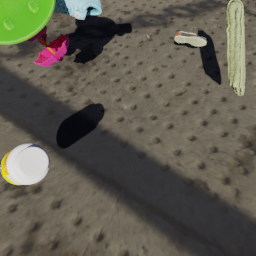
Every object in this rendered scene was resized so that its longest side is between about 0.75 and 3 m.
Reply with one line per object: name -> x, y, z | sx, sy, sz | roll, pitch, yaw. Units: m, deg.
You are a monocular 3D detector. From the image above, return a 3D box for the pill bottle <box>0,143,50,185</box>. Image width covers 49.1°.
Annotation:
pill bottle -> -2.018, 0.723, 5.501 | 0.772, 1.414, 0.772 | 7, 76, -30

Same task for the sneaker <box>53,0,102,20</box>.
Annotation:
sneaker -> -1.353, -3.066, 7.094 | 1.578, 0.583, 0.647 | -20, 78, -24

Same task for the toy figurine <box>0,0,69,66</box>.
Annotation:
toy figurine -> -2.634, -2.762, 7.556 | 1.993, 2.443, 2.654 | -37, 74, -2

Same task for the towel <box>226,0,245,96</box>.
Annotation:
towel -> 2.709, -1.903, 6.941 | 0.384, 2.104, 1.561 | -2, -1, 24

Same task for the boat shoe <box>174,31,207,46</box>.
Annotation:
boat shoe -> 2.262, -3.218, 10.012 | 1.171, 0.417, 0.366 | 16, 61, 24
